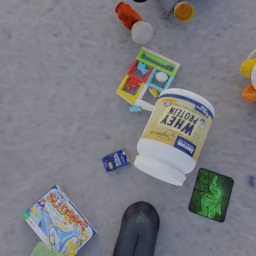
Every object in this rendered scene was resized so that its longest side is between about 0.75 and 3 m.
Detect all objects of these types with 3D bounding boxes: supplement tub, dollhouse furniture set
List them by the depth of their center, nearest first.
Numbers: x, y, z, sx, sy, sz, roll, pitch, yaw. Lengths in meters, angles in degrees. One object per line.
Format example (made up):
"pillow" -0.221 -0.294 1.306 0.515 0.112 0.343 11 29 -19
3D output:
"dollhouse furniture set" -2.177 4.211 6.678 1.501 1.150 2.292 23 83 6
"supplement tub" 1.242 0.255 7.688 1.643 1.643 2.275 23 75 6

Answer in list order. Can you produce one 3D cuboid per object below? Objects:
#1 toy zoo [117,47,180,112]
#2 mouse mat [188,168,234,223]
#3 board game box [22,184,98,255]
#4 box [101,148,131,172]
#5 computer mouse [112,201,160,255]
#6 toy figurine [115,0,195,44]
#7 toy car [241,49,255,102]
"toy zoo" 0.586 -1.431 8.882 1.390 0.217 2.119 28 76 7
"mouse mat" 2.401 1.913 8.050 1.060 0.050 1.318 18 76 5
"board game box" -1.864 2.633 7.703 1.216 0.310 1.797 -43 79 -11
"box" -0.352 0.952 8.274 0.785 0.127 0.475 -22 76 -5
"computer mouse" 0.257 3.178 7.380 1.691 0.644 2.443 10 75 4
"toy figurine" 0.834 -4.079 8.445 2.477 2.516 1.750 -26 62 -11
"toy car" 4.622 -1.249 7.924 2.694 2.358 2.020 0 113 19
